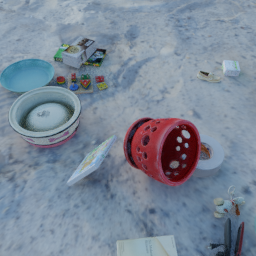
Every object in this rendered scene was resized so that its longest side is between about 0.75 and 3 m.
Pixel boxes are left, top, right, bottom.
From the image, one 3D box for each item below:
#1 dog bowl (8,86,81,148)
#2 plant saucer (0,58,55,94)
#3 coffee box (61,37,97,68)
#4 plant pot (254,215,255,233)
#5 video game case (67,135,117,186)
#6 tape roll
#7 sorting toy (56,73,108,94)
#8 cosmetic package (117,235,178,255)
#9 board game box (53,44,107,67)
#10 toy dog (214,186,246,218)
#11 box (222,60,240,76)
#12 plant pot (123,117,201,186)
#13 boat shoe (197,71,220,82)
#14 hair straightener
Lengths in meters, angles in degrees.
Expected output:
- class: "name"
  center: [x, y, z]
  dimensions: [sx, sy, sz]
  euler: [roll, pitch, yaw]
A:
- class: "dog bowl"
  center: [-3.309, -0.415, 11.573]
  dimensions: [2.883, 1.063, 2.883]
  euler: [0, 49, 0]
- class: "plant saucer"
  center: [-4.899, -2.480, 13.788]
  dimensions: [2.612, 0.470, 2.612]
  euler: [0, 48, 0]
- class: "coffee box"
  center: [-2.510, -3.946, 14.563]
  dimensions: [0.979, 0.691, 1.732]
  euler: [22, 53, 19]
- class: "plant pot"
  center: [4.654, 3.095, 8.284]
  dimensions: [1.999, 1.339, 1.999]
  euler: [0, 49, 0]
- class: "video game case"
  center: [-1.250, 1.122, 9.737]
  dimensions: [0.197, 1.783, 1.623]
  euler: [45, 40, -12]
- class: "tape roll"
  center: [2.748, 1.027, 10.633]
  dimensions: [1.666, 0.550, 1.666]
  euler: [1, 48, -1]
- class: "sorting toy"
  center: [-2.241, -2.223, 13.595]
  dimensions: [2.487, 0.421, 1.199]
  euler: [-5, 49, -5]
- class: "cosmetic package"
  center: [0.552, 3.737, 8.197]
  dimensions: [1.709, 0.625, 0.885]
  euler: [-6, 49, -4]
- class: "board game box"
  center: [-2.575, -3.980, 15.242]
  dimensions: [2.604, 0.305, 1.364]
  euler: [10, 52, 9]
- class: "toy dog"
  center: [3.390, 2.537, 9.187]
  dimensions: [1.248, 0.823, 0.601]
  euler: [-31, 13, -16]
- class: "box"
  center: [5.276, -3.069, 14.347]
  dimensions: [0.732, 0.401, 0.829]
  euler: [4, 49, 4]
- class: "plant pot"
  center: [1.100, 0.708, 9.695]
  dimensions: [2.198, 2.198, 2.002]
  euler: [-40, 29, -29]
- class: "boat shoe"
  center: [4.039, -2.582, 13.920]
  dimensions: [1.154, 0.399, 0.425]
  euler: [13, 50, 11]
- class: "hair straightener"
  center: [2.814, 3.814, 8.311]
  dimensions: [0.955, 0.508, 2.482]
  euler: [16, 55, 14]
